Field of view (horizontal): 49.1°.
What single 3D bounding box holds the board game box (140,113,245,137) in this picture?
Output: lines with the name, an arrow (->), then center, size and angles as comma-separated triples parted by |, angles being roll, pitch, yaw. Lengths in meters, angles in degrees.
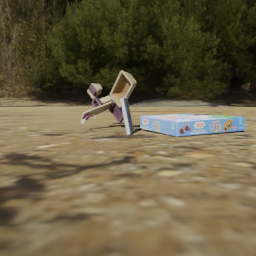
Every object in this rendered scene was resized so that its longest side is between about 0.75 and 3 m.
board game box -> 1.479, -0.112, 6.568 | 1.931, 0.353, 1.460 | -5, 9, -27

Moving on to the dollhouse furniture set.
dollhouse furniture set -> -0.691, -0.833, 6.765 | 1.151, 1.285, 1.622 | -26, -18, -35

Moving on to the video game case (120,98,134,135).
video game case -> -0.018, -0.279, 6.230 | 0.088, 0.794, 0.723 | -11, 5, 8
